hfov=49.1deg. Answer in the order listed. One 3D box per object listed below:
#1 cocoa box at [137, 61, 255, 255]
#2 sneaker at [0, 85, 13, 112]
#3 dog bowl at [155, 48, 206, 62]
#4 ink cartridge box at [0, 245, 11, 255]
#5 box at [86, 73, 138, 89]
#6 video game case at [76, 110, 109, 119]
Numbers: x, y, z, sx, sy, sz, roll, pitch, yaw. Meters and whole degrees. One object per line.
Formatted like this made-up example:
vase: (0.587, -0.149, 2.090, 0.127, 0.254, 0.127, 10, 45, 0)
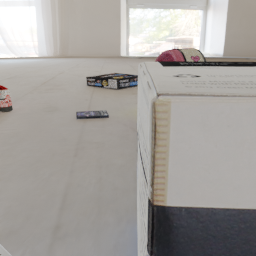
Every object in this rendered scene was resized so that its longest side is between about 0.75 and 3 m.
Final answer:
cocoa box: (1.553, 0.507, 2.263, 2.967, 1.947, 1.979, 0, 17, 1)
sneaker: (-4.366, -1.021, 9.171, 1.486, 0.797, 0.496, 10, 20, 30)
dog bowl: (1.139, -1.089, 7.088, 0.726, 1.970, 1.970, 6, 14, -21)
ink cartridge box: (-1.206, 1.341, 2.118, 1.320, 0.448, 0.760, 14, 22, 39)
box: (-0.609, -2.396, 14.142, 2.130, 0.533, 2.146, 15, 22, 38)
video game case: (-1.073, -0.403, 8.391, 0.927, 0.088, 0.662, -4, 18, -10)
